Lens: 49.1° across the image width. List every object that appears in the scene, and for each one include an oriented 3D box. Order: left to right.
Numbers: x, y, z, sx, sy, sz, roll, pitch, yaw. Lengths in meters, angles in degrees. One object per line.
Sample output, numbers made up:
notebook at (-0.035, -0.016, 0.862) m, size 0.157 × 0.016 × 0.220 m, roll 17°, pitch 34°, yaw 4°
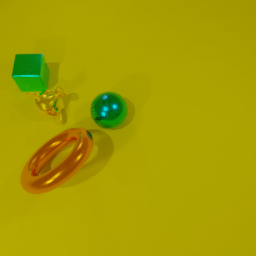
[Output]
cube at (-2.856, -1.629, 8.303) m, size 0.811 × 0.811 × 0.811 m, roll -1°, pitch 65°, yaw -1°
monkey head at (-2.151, -0.720, 7.821) m, size 1.285 × 0.925 × 0.775 m, roll 43°, pitch 49°, yaw -17°
ring at (-1.725, 0.737, 6.799) m, size 2.047 × 0.409 × 2.047 m, roll -27°, pitch 28°, yaw 15°
ball at (-0.514, -0.485, 7.666) m, size 1.036 × 1.036 × 1.036 m, roll 0°, pitch 65°, yaw 0°
